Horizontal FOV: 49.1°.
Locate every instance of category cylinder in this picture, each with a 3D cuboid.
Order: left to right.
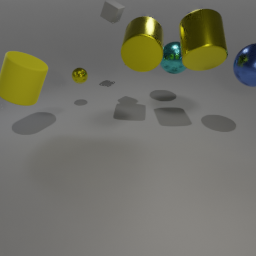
[{"bbox_3d":[-3.639,-1.701,9.643,1.400,1.400,1.400,23,23,-10],"label":"cylinder"},{"bbox_3d":[0.517,-2.882,9.633,1.400,1.400,1.400,3,44,5],"label":"cylinder"},{"bbox_3d":[2.388,-2.791,9.001,1.400,1.400,1.400,-1,70,-2],"label":"cylinder"}]

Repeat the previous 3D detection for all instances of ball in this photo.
[{"bbox_3d":[-2.094,-2.269,12.159,0.700,0.700,0.700,0,29,0],"label":"ball"},{"bbox_3d":[2.076,-3.098,12.396,1.400,1.400,1.400,0,29,0],"label":"ball"},{"bbox_3d":[4.168,-2.041,9.129,1.400,1.400,1.400,0,29,0],"label":"ball"}]

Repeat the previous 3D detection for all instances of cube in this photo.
[{"bbox_3d":[-0.678,-5.111,12.282,0.700,0.700,0.700,32,36,6],"label":"cube"}]
